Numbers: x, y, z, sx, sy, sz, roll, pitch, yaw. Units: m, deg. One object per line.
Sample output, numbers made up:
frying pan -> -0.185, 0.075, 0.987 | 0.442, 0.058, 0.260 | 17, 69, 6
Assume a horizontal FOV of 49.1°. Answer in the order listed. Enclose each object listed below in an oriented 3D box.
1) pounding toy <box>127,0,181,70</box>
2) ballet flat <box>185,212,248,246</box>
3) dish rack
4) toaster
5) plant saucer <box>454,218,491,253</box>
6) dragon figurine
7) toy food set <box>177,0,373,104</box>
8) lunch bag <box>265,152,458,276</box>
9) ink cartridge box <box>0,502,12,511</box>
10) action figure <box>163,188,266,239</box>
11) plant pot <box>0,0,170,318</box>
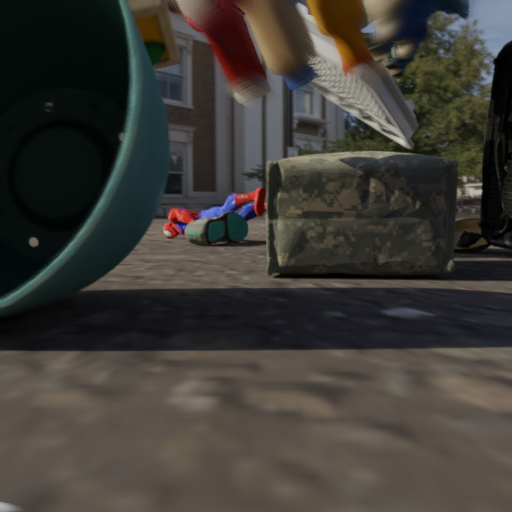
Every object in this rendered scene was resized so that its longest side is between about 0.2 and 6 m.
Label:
pounding toy -> -2.661, -3.425, 7.966 | 2.787, 1.275, 2.449 | -14, -7, -3
ballet flat -> -0.781, -0.545, 11.029 | 0.605, 0.640, 1.900 | 3, 6, 23
dish rack -> 1.694, -3.400, 10.420 | 2.922, 0.741, 3.405 | 42, 12, 27
toaster -> 4.388, -1.401, 7.180 | 1.970, 3.003, 3.321 | 2, 6, -12
plant saucer -> 3.379, -0.295, 8.906 | 1.043, 0.185, 1.043 | -15, 24, 7
dragon figurine -> 2.279, -3.553, 7.900 | 1.804, 1.068, 3.629 | -42, -16, 23
toy food set -> 0.224, -2.075, 4.659 | 1.415, 1.333, 2.963 | -21, 11, 16
lunch bag -> 1.038, -0.488, 6.228 | 1.811, 1.298, 2.208 | 0, 9, 5
ink cartridge box -> -0.729, 0.443, 0.658 | 0.726, 0.303, 0.527 | 3, 5, 32
action figure -> -0.911, -0.749, 12.078 | 3.398, 0.878, 1.112 | -5, -12, 44
plant pot -> -1.624, -0.711, 3.602 | 2.369, 2.369, 1.901 | 0, -5, 5
